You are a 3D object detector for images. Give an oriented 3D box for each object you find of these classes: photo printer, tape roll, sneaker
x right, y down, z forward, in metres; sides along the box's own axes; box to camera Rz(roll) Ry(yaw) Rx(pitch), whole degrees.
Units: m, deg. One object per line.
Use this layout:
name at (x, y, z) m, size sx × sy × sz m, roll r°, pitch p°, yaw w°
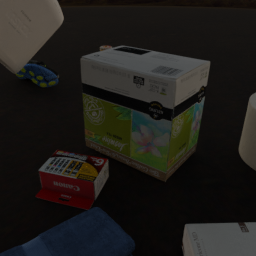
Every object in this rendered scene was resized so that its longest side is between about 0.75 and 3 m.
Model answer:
photo printer at (-2.563, -2.554, 6.448) m, size 0.722 × 1.731 × 2.081 m, roll 31°, pitch 78°, yaw 38°
tape roll at (4.136, 0.128, 7.147) m, size 2.272 × 1.560 × 2.272 m, roll 0°, pitch 29°, yaw 0°
sneaker at (-4.039, -2.611, 12.678) m, size 2.893 × 1.026 × 1.199 m, roll 21°, pitch 42°, yaw 38°

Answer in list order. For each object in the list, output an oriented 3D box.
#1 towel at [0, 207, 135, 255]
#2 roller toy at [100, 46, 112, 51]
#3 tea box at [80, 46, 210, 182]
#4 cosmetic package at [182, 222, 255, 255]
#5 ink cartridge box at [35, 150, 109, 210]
towel at (-1.174, 2.215, 4.374) m, size 2.445 × 0.593 × 1.365 m, roll -21°, pitch 34°, yaw -31°
roller toy at (-1.327, -4.657, 16.870) m, size 0.834 × 0.583 × 0.761 m, roll -13°, pitch 31°, yaw -22°
tea box at (0.367, -0.520, 7.229) m, size 2.651 × 2.608 × 1.771 m, roll 20°, pitch 34°, yaw 32°
cosmetic package at (1.859, 2.078, 4.559) m, size 1.778 × 0.658 × 0.904 m, roll 0°, pitch 29°, yaw -3°
ink cartridge box at (-1.263, 1.130, 6.362) m, size 1.347 × 0.565 × 1.183 m, roll 8°, pitch 31°, yaw 14°
